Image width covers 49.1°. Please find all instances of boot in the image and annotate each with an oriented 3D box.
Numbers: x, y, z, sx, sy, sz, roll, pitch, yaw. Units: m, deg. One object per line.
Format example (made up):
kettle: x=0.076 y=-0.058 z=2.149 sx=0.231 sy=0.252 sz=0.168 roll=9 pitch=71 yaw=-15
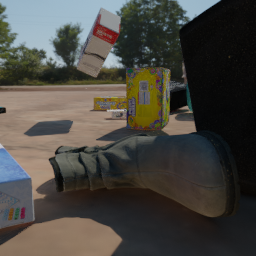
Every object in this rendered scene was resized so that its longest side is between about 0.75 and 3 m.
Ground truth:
boot: x=-0.053 y=0.490 z=2.975 sx=1.515 sy=0.786 sz=2.320 roll=-8 pitch=4 yaw=-14

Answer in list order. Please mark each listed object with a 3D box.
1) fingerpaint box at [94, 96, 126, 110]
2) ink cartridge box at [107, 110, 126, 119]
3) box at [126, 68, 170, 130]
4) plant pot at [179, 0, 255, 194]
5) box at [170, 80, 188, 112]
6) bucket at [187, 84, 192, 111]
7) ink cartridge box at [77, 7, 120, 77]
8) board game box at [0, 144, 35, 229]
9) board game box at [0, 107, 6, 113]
fingerpaint box: x=-0.688 y=-1.239 z=13.730 sx=1.714 sy=0.629 sz=1.430 roll=1 pitch=9 yaw=9
ink cartridge box: x=-0.335 y=-0.501 z=10.150 sx=0.861 sy=0.290 sz=0.504 roll=-1 pitch=9 yaw=-6
box: x=0.638 y=-0.889 z=8.192 sx=1.012 sy=1.660 sz=1.598 roll=3 pitch=9 yaw=16
plant pot: x=2.175 y=-0.530 z=3.630 sx=2.469 sy=2.783 sz=2.777 roll=-10 pitch=5 yaw=24
box: x=1.679 y=-1.615 z=13.032 sx=1.880 sy=1.050 sz=2.664 roll=25 pitch=24 yaw=27
bucket: x=3.316 y=-1.673 z=11.489 sx=1.544 sy=2.373 sz=2.373 roll=-1 pitch=9 yaw=4
ink cartridge box: x=-1.075 y=-3.082 z=10.198 sx=0.832 sy=1.986 sz=1.433 roll=20 pitch=40 yaw=-18
board game box: x=-2.304 y=0.572 z=2.783 sx=2.153 sy=0.469 sz=2.164 roll=-5 pitch=10 yaw=-33
board game box: x=-6.236 y=-0.735 z=11.747 sx=1.802 sy=0.254 sz=1.219 roll=-8 pitch=12 yaw=-40
